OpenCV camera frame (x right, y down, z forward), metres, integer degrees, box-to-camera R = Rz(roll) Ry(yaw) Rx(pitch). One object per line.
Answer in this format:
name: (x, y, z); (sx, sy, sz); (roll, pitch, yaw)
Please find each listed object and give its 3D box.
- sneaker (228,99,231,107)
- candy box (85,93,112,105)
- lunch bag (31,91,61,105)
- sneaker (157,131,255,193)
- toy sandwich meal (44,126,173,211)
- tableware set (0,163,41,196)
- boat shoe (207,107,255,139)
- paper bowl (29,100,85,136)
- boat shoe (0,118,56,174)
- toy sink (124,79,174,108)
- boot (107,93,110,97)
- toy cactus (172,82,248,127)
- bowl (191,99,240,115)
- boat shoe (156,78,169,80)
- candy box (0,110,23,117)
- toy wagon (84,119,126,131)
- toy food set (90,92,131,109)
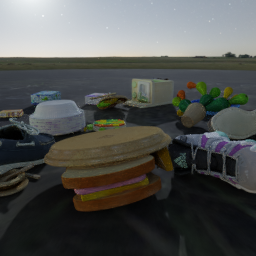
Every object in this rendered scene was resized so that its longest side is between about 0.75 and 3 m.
sneaker: (4.074, -0.959, 11.953); (0.470, 0.507, 1.258); (-6, 2, 31)
candy box: (-1.482, -1.476, 14.169); (0.985, 0.420, 1.174); (5, 15, 17)
lunch bag: (-4.062, -1.492, 13.882); (1.168, 0.599, 1.453); (3, 15, 8)
sneaker: (1.405, 0.650, 5.356); (1.702, 0.946, 2.433); (-3, 6, -7)
toy sandwich meal: (-0.316, 0.627, 5.444); (2.741, 0.939, 2.741); (-8, 7, 1)
tableware set: (-2.771, 0.867, 5.338); (1.900, 0.381, 1.256); (6, 16, 20)
boat shoe: (3.276, -0.147, 8.224); (2.559, 0.919, 0.762); (-9, -6, -27)
paper bowl: (-2.248, -0.383, 8.922); (1.720, 0.895, 1.720); (-2, 14, 1)
boat shoe: (-2.452, 0.304, 5.915); (1.071, 0.885, 2.861); (12, 9, 22)
toy sink: (1.010, -1.792, 13.782); (2.187, 1.225, 1.426); (-12, 19, -39)
boot: (-1.042, -1.381, 13.372); (0.570, 0.286, 0.791); (-14, 41, 6)
toy cactus: (2.679, -0.718, 10.200); (2.967, 1.517, 2.448); (14, 39, 36)
bowl: (3.724, -0.906, 12.061); (2.033, 0.399, 2.033); (0, 15, 0)
boat shoe: (1.677, -2.491, 16.844); (1.018, 1.020, 2.819); (9, 17, 30)
candy box: (-4.639, -0.582, 11.171); (0.793, 0.219, 0.458); (-2, 15, -7)
toy wagon: (-0.756, -0.052, 9.060); (1.366, 0.270, 1.060); (-1, 14, -5)
toy food set: (-0.674, -1.111, 12.434); (1.398, 0.407, 2.026); (-10, -6, 20)
